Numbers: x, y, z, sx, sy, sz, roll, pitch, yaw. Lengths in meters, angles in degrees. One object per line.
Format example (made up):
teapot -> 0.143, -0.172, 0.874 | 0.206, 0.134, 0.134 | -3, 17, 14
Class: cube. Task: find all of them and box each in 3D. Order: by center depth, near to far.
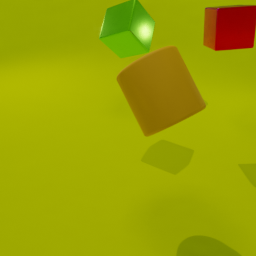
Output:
cube -> 2.099, -2.105, 5.847 | 0.809, 0.809, 0.809 | -5, 25, -2
cube -> -0.004, -2.313, 6.631 | 0.884, 0.884, 0.884 | -1, -21, 37

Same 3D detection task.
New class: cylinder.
cylinder -> 0.468, -0.510, 4.035 | 0.973, 0.973, 0.973 | -26, -1, -1
